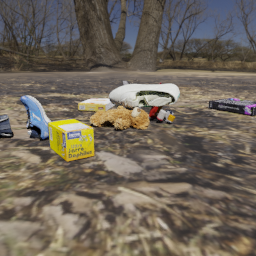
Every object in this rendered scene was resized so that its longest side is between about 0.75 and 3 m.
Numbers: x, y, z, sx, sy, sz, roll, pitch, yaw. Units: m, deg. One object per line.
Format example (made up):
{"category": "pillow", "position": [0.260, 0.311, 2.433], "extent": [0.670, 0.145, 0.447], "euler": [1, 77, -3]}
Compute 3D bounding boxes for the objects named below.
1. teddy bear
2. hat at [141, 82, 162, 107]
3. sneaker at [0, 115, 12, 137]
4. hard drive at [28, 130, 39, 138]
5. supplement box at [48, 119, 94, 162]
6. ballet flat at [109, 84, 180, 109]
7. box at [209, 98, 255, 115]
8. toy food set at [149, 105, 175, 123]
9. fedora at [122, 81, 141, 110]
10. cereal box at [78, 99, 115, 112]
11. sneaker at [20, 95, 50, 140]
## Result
{"category": "teddy bear", "position": [-0.323, -0.438, 10.703], "extent": [2.279, 0.761, 1.652], "euler": [7, 17, 28]}
{"category": "hat", "position": [1.021, -1.857, 15.261], "extent": [1.150, 1.222, 1.388], "euler": [9, 17, 31]}
{"category": "sneaker", "position": [-4.533, 0.048, 8.734], "extent": [1.477, 0.777, 2.044], "euler": [-2, 13, 3]}
{"category": "hard drive", "position": [-2.887, 0.109, 9.729], "extent": [0.634, 0.128, 0.961], "euler": [13, 22, 42]}
{"category": "supplement box", "position": [-1.610, 0.286, 7.780], "extent": [0.793, 0.798, 1.458], "euler": [-10, 17, -31]}
{"category": "ballet flat", "position": [0.612, -1.225, 11.253], "extent": [2.928, 1.016, 1.016], "euler": [-4, 14, 8]}
{"category": "box", "position": [5.543, -1.090, 13.873], "extent": [1.780, 0.449, 2.489], "euler": [-9, 18, -34]}
{"category": "toy food set", "position": [1.304, -0.537, 11.649], "extent": [0.759, 0.715, 1.590], "euler": [16, 23, -27]}
{"category": "fedora", "position": [-0.045, -1.276, 12.928], "extent": [0.802, 1.775, 1.570], "euler": [-25, 39, 8]}
{"category": "cereal box", "position": [-1.560, -1.216, 14.420], "extent": [1.415, 0.389, 1.966], "euler": [3, 15, 11]}
{"category": "sneaker", "position": [-2.973, -0.328, 8.883], "extent": [0.698, 1.566, 0.615], "euler": [-34, 1, -32]}
